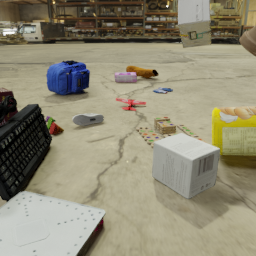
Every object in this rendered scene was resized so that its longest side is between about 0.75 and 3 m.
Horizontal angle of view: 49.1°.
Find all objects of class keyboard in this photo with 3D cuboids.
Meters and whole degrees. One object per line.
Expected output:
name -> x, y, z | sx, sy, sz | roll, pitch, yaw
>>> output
keyboard -> -2.422, 0.167, 6.267 | 0.373, 1.745, 2.906 | -20, 19, 8

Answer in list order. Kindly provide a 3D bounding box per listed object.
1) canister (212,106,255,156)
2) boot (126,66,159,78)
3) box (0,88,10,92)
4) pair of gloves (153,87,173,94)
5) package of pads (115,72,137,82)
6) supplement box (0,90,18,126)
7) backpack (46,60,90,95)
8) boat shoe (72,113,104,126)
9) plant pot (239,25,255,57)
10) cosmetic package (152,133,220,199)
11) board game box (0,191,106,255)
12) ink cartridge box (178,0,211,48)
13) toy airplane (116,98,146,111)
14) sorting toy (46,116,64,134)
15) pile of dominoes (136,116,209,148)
canister -> 3.467, 0.061, 6.467 | 2.847, 1.232, 2.114 | 0, 0, 20
boot -> 0.894, -3.399, 16.757 | 1.317, 0.647, 1.840 | 5, 1, 42
box -> -5.560, -0.978, 10.702 | 2.061, 0.772, 1.032 | -16, 26, -40
pair of gloves -> 1.752, -1.865, 13.944 | 0.812, 0.115, 1.010 | 17, 28, 34
package of pads -> -0.126, -2.932, 16.205 | 1.301, 0.492, 0.784 | -1, 21, -1
supplement box -> -3.969, 0.121, 6.501 | 2.771, 1.508, 0.844 | -13, -8, -32
backpack -> -2.844, -2.405, 13.387 | 1.571, 1.521, 1.872 | 18, 26, 33
boat shoe -> -1.375, -0.329, 9.501 | 1.105, 0.397, 0.363 | -11, 17, -26
plant pot -> 3.351, -2.195, 6.495 | 1.117, 0.974, 1.117 | 15, 40, -13
cosmetic package -> 1.192, 0.749, 5.913 | 0.887, 0.887, 1.076 | -14, 25, -34
board game box -> -1.498, 1.695, 4.352 | 1.780, 0.230, 1.780 | 7, 21, 19
ink cartridge box -> 2.031, -3.175, 8.452 | 0.896, 0.900, 1.227 | -2, -17, 17
toy airplane -> 0.108, -0.960, 11.358 | 1.298, 0.239, 1.298 | 6, 22, -2
sorting toy -> -2.357, -0.093, 9.063 | 0.397, 0.400, 1.154 | 15, 13, -32
pile of dominoes -> 1.276, 0.148, 8.293 | 1.658, 0.339, 2.127 | -5, 21, -14
